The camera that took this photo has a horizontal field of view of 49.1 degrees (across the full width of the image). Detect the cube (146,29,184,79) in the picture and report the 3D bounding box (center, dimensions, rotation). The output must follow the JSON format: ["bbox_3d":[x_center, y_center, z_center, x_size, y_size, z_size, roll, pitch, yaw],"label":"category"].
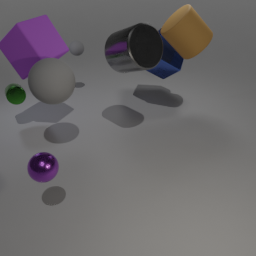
[{"bbox_3d":[1.513,-3.177,12.157,1.400,1.400,1.400,23,-15,-20],"label":"cube"}]

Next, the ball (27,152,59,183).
[{"bbox_3d":[-1.948,0.902,6.441,0.700,0.700,0.700,0,31,0],"label":"ball"}]

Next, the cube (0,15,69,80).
[{"bbox_3d":[-3.186,-2.739,9.517,1.400,1.400,1.400,-22,18,38],"label":"cube"}]

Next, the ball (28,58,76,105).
[{"bbox_3d":[-2.309,-1.417,8.527,1.400,1.400,1.400,0,31,0],"label":"ball"}]

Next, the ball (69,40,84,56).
[{"bbox_3d":[-2.383,-3.705,12.998,0.700,0.700,0.700,0,31,0],"label":"ball"}]

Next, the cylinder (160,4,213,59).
[{"bbox_3d":[2.166,-3.530,10.380,1.400,1.400,1.400,40,26,-23],"label":"cylinder"}]

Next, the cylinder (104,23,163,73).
[{"bbox_3d":[0.172,-2.537,9.064,1.400,1.400,1.400,-22,17,-32],"label":"cylinder"}]

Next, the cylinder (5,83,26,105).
[{"bbox_3d":[-4.314,-1.308,10.719,0.700,0.700,0.700,-15,24,-23],"label":"cylinder"}]
